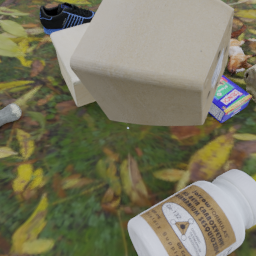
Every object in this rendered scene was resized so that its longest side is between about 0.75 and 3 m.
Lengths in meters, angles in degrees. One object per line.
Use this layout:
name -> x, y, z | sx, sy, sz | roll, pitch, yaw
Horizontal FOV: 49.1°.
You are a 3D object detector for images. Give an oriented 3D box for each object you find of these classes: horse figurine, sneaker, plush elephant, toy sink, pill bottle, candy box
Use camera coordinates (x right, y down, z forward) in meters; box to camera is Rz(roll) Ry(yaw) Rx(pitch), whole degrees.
horse figurine -> 3.973, -2.687, 9.807 | 1.411, 0.531, 2.129 | -7, 61, 2
sneaker -> -2.044, -4.248, 10.708 | 2.602, 1.014, 0.912 | -9, 53, -6
plush elephant -> -4.537, -0.676, 7.517 | 1.933, 1.817, 2.347 | 35, 60, 23
toy sink -> -1.368, -2.005, 8.887 | 1.461, 1.256, 2.241 | -22, 61, -16
pill bottle -> 1.459, 1.954, 5.735 | 2.638, 1.508, 1.508 | -25, 57, -17
candy box -> 2.800, -0.965, 8.547 | 1.151, 0.524, 1.361 | -30, 60, -22

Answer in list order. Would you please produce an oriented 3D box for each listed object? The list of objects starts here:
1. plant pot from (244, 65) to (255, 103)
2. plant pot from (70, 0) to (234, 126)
plant pot -> 4.538, -1.523, 8.356 | 1.667, 1.821, 1.821 | -24, 56, -4
plant pot -> 0.631, -1.158, 4.826 | 1.868, 2.110, 2.107 | 19, 74, 20
